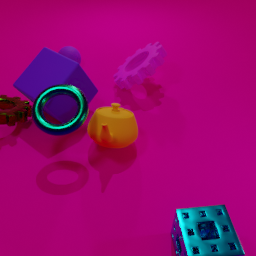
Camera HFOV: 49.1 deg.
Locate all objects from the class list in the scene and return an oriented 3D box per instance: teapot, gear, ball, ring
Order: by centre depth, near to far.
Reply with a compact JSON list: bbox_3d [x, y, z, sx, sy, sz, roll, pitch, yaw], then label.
[{"bbox_3d":[-1.402,-0.390,5.802,1.176,0.235,1.176,0,67,0],"label":"ring"},{"bbox_3d":[-0.346,-0.092,6.492,1.196,0.942,1.923,10,19,8],"label":"teapot"},{"bbox_3d":[-3.327,-0.476,7.248,1.556,0.288,1.556,7,24,-3],"label":"gear"},{"bbox_3d":[0.338,-1.862,8.350,1.723,0.319,1.723,-31,29,20],"label":"gear"},{"bbox_3d":[-1.922,-2.268,9.144,0.785,0.785,0.785,0,44,0],"label":"ball"}]

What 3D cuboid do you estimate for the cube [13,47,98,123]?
[{"bbox_3d":[-1.803,-1.023,7.187,1.284,1.284,1.284,30,78,27],"label":"cube"}]

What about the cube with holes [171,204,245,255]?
[{"bbox_3d":[1.274,1.929,4.728,0.857,0.857,0.857,-4,44,-4],"label":"cube with holes"}]
